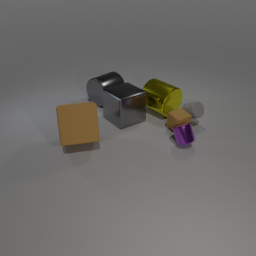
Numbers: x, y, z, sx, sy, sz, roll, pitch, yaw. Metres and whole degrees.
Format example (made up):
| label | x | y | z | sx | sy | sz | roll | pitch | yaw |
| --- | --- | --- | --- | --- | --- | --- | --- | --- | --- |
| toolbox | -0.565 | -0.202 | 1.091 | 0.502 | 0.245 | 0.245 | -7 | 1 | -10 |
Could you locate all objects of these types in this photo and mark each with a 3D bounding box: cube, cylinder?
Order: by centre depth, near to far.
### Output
| label | x | y | z | sx | sy | sz | roll | pitch | yaw |
| --- | --- | --- | --- | --- | --- | --- | --- | --- | --- |
| cube | -1.877 | -0.201 | 10.490 | 1.400 | 1.400 | 1.400 | -7 | 9 | -11 |
| cylinder | 2.110 | 0.215 | 10.566 | 0.700 | 0.700 | 0.700 | -17 | 8 | 2 |
| cube | 2.107 | -0.303 | 11.601 | 0.700 | 0.700 | 0.700 | -20 | 42 | -26 |
| cylinder | 2.737 | -0.741 | 11.873 | 0.700 | 0.700 | 0.700 | -21 | 6 | -31 |
| cube | -0.157 | -1.007 | 12.234 | 1.400 | 1.400 | 1.400 | -20 | 36 | -30 |
| cylinder | 1.524 | -1.390 | 12.771 | 1.400 | 1.400 | 1.400 | -26 | 42 | -36 |
| cylinder | -1.077 | -1.926 | 13.757 | 1.400 | 1.400 | 1.400 | 24 | 38 | 35 |
